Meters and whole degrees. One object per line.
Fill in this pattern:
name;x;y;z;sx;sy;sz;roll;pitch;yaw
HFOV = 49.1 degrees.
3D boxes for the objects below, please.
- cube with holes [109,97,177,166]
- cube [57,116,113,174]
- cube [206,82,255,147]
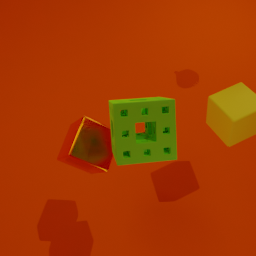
cube with holes;0.175;0.000;3.902;0.786;0.786;0.786;-5;99;-7
cube;-0.731;0.342;5.161;0.767;0.767;0.767;27;68;-22
cube;2.271;-0.285;5.949;0.846;0.846;0.846;-24;49;-9
